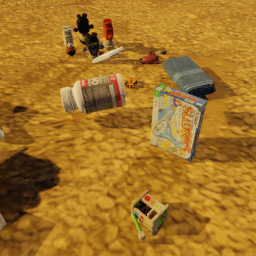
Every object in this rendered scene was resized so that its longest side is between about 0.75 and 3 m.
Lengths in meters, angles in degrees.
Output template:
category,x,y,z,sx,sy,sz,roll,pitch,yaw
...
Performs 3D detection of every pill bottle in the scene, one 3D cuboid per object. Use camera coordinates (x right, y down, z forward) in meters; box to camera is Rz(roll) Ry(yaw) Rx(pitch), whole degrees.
category,x,y,z,sx,sy,sz,roll,pitch,yaw
pill bottle,-1.223,-1.163,9.983,2.170,1.201,1.201,-12,43,-5

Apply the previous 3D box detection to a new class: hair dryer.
category,x,y,z,sx,sy,sz,roll,pitch,yaw
hair dryer,1.141,-3.542,14.046,1.449,0.394,1.103,-31,33,-35

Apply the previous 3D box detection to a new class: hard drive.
category,x,y,z,sx,sy,sz,roll,pitch,yaw
hard drive,-0.618,-2.288,8.793,0.656,0.126,0.994,-12,21,30

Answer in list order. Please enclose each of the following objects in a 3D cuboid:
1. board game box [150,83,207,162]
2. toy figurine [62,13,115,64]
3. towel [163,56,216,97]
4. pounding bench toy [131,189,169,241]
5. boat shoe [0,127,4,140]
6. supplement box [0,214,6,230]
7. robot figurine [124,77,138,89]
category,x,y,z,sx,sy,sz,roll,pitch,yaw
board game box,1.486,-0.118,8.671,1.532,2.264,0.390,25,48,26
toy figurine,-1.986,-4.482,14.170,2.363,1.644,2.327,18,50,17
towel,2.605,-2.249,12.296,1.446,0.629,2.591,-12,44,-12
pounding bench toy,0.396,2.254,7.223,0.822,0.655,1.054,32,51,31
boat shoe,-4.971,-0.192,9.903,1.999,0.720,0.709,22,50,26
supplement box,-4.533,2.355,7.053,2.393,0.729,1.302,14,44,16
robot figurine,0.167,-1.974,12.281,0.566,0.227,0.781,9,42,10
